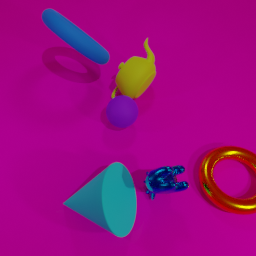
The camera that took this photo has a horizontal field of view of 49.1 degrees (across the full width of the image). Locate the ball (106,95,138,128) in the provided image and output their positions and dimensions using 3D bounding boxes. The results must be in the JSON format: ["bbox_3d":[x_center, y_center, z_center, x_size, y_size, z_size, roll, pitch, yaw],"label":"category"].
[{"bbox_3d":[-0.155,-0.435,7.473,0.865,0.865,0.865,0,56,0],"label":"ball"}]

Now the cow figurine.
[{"bbox_3d":[0.698,1.218,6.267,1.257,1.277,0.701,-22,70,33],"label":"cow figurine"}]

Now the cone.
[{"bbox_3d":[-0.837,1.652,6.328,1.562,1.556,1.556,-12,53,24],"label":"cone"}]

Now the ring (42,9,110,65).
[{"bbox_3d":[-1.384,-2.460,7.624,2.099,2.099,0.420,44,103,25],"label":"ring"}]

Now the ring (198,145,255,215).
[{"bbox_3d":[2.638,1.219,6.840,1.812,0.362,1.812,0,54,0],"label":"ring"}]

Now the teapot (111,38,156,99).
[{"bbox_3d":[0.190,-1.570,8.079,0.992,2.026,1.260,40,19,7],"label":"teapot"}]
